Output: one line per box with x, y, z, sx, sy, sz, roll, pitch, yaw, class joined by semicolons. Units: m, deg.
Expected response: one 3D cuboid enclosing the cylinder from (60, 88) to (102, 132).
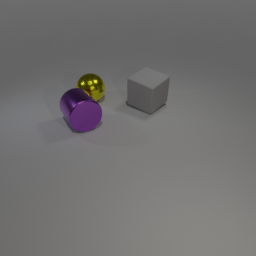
-1.957;-0.765;11.561;1.400;1.400;1.400;-15;35;-23;cylinder

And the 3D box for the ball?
-1.800;-1.931;13.491;1.400;1.400;1.400;0;31;0;ball

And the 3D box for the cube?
0.924;-1.739;12.914;1.400;1.400;1.400;28;47;28;cube
